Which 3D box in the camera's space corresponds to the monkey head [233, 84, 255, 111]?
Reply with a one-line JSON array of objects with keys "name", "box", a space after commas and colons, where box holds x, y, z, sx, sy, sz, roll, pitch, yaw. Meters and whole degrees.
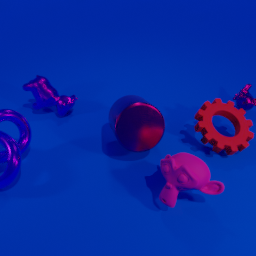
[{"name": "monkey head", "box": [3.948, -0.993, 9.293, 0.682, 0.814, 1.131, 38, -1, -7]}]

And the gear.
[{"name": "gear", "box": [2.695, -0.059, 7.890, 1.639, 0.303, 1.639, 5, 61, -10]}]

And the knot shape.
[{"name": "knot shape", "box": [-3.275, 0.596, 6.898, 1.978, 0.914, 1.851, -18, 73, -22]}]

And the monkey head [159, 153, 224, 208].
[{"name": "monkey head", "box": [1.236, 1.176, 6.365, 1.659, 1.193, 1.000, 27, 12, 41]}]

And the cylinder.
[{"name": "cylinder", "box": [0.195, -0.158, 7.679, 1.318, 1.318, 1.318, -7, 17, -9]}]

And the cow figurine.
[{"name": "cow figurine", "box": [-2.511, -1.086, 9.211, 1.497, 1.521, 0.835, -14, 24, 23]}]
